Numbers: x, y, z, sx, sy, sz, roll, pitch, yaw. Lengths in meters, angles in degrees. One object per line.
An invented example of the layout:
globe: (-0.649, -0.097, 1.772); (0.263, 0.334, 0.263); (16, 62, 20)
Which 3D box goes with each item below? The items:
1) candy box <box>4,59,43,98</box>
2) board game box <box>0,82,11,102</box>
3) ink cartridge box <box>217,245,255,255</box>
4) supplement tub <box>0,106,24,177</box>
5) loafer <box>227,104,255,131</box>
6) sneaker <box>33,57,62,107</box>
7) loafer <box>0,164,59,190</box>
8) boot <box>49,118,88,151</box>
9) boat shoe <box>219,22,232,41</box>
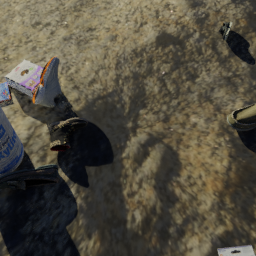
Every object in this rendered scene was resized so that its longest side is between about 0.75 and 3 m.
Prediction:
candy box: (-4.167, -2.103, 11.886); (1.524, 0.545, 1.278); (26, 60, 16)
board game box: (-5.249, -1.510, 11.755); (0.504, 0.095, 0.980); (-19, 58, -11)
ink cartridge box: (3.160, 3.957, 7.931); (1.080, 0.220, 1.082); (-4, 56, -3)
supplement tub: (-4.576, 0.274, 8.930); (1.795, 2.721, 1.795); (0, 56, 0)
loafer: (4.975, -0.623, 10.672); (2.502, 0.872, 0.941); (-16, 57, -10)
sneaker: (-3.067, -1.820, 11.343); (0.978, 0.805, 2.126); (23, 79, -29)
loafer: (-3.273, 1.719, 9.207); (2.001, 0.719, 0.629); (-14, 63, -12)
boot: (-2.198, 0.236, 10.282); (1.491, 0.545, 1.122); (-7, 55, -1)
boat shoe: (4.724, -4.774, 13.717); (0.494, 0.557, 1.490); (18, 56, 13)
